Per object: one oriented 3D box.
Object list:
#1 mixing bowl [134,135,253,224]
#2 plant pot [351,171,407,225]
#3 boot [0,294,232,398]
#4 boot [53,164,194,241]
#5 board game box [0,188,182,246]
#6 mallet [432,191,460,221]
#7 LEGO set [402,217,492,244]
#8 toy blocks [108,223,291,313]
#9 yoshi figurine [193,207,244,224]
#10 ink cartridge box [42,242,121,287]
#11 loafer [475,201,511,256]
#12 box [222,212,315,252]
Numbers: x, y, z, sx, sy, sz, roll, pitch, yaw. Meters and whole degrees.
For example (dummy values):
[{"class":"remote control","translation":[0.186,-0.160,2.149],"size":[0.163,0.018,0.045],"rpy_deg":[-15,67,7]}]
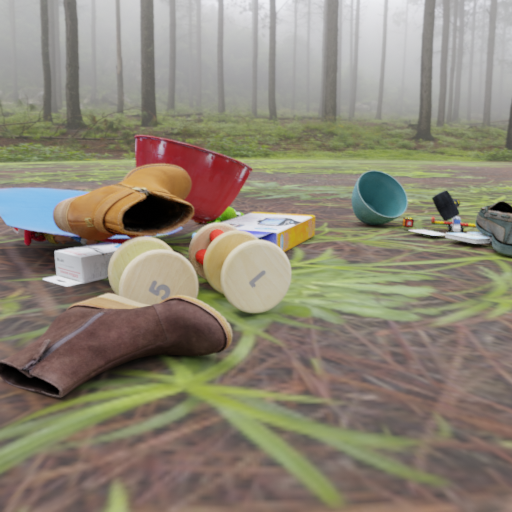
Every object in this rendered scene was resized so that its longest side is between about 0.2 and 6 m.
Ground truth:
[{"class":"mixing bowl","translation":[-1.452,-1.475,11.624],"size":[2.521,1.365,2.521],"rpy_deg":[16,2,-1]},{"class":"plant pot","translation":[2.873,-1.278,13.684],"size":[1.342,1.342,0.904],"rpy_deg":[-5,-26,-24]},{"class":"boot","translation":[-1.275,0.907,5.235],"size":[1.773,0.641,1.475],"rpy_deg":[7,26,25]},{"class":"boot","translation":[-1.517,-0.834,8.234],"size":[2.495,0.957,1.937],"rpy_deg":[-17,16,-42]},{"class":"board game box","translation":[-3.413,-0.530,10.911],"size":[3.181,0.784,4.026],"rpy_deg":[0,18,-35]},{"class":"mallet","translation":[4.504,-1.284,13.096],"size":[0.401,0.641,1.947],"rpy_deg":[-30,0,27]},{"class":"LEGO set","translation":[4.409,-0.691,12.267],"size":[1.786,0.587,2.391],"rpy_deg":[-3,12,-30]},{"class":"toy blocks","translation":[-0.981,0.092,7.738],"size":[2.142,0.933,2.570],"rpy_deg":[-6,12,-19]},{"class":"yoshi figurine","translation":[-0.920,-1.023,13.627],"size":[1.271,0.715,0.712],"rpy_deg":[9,31,25]},{"class":"ink cartridge box","translation":[-2.622,0.111,8.806],"size":[0.736,0.424,1.271],"rpy_deg":[10,16,37]},{"class":"loafer","translation":[4.948,-0.707,11.000],"size":[0.915,0.801,2.547],"rpy_deg":[5,19,9]},{"class":"box","translation":[0.104,-0.461,11.323],"size":[1.492,0.520,2.506],"rpy_deg":[6,16,24]}]
